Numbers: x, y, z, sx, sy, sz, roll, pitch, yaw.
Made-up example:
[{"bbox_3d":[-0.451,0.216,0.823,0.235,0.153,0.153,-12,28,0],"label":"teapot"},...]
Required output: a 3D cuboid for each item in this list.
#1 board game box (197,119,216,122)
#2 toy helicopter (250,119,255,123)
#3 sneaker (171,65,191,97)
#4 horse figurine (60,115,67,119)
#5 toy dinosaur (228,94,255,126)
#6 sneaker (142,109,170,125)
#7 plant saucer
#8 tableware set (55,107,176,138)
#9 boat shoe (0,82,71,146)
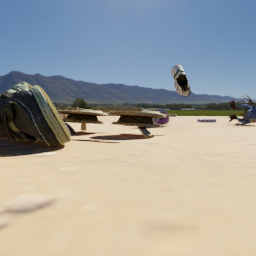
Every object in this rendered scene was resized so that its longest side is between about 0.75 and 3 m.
[{"bbox_3d":[4.247,-0.399,15.145,0.826,0.170,0.824,0,3,-1],"label":"board game box"},{"bbox_3d":[5.140,-0.285,10.260,1.244,0.491,0.822,-1,-1,42],"label":"toy helicopter"},{"bbox_3d":[2.143,-1.719,11.160,0.609,0.706,1.610,-25,-47,11],"label":"sneaker"},{"bbox_3d":[-3.316,-0.339,9.604,1.522,0.573,2.296,9,0,33],"label":"horse figurine"},{"bbox_3d":[5.056,-0.675,11.248,2.362,1.240,2.144,3,8,-35],"label":"toy dinosaur"},{"bbox_3d":[0.929,-0.385,11.134,1.668,0.671,0.737,6,-1,28],"label":"sneaker"},{"bbox_3d":[-2.014,0.028,6.083,1.764,0.283,1.764,-1,2,0],"label":"plant saucer"},{"bbox_3d":[-0.454,-0.126,6.393,2.726,0.546,1.802,3,0,32],"label":"tableware set"},{"bbox_3d":[-1.723,-0.162,4.593,0.882,0.959,2.684,-31,28,-19],"label":"boat shoe"}]
